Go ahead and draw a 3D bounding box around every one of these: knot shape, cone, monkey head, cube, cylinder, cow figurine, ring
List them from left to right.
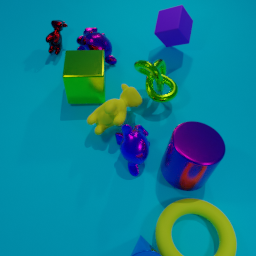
[{"bbox_3d":[-2.578,-3.337,10.171,0.590,1.075,1.058,14,55,5],"label":"cow figurine"},{"bbox_3d":[-1.362,-1.641,9.050,1.240,1.240,1.240,-1,54,-3],"label":"cube"},{"bbox_3d":[-1.229,-2.809,9.878,1.285,1.787,1.077,-34,52,29],"label":"monkey head"},{"bbox_3d":[-0.362,-0.600,8.494,1.599,0.878,1.574,-27,18,28],"label":"cow figurine"},{"bbox_3d":[0.042,0.493,8.017,1.191,1.656,0.998,4,28,25],"label":"monkey head"},{"bbox_3d":[0.366,2.959,6.857,0.863,0.863,0.866,-5,26,-3],"label":"cone"},{"bbox_3d":[0.967,-1.493,8.936,0.759,1.642,1.536,-35,67,30],"label":"knot shape"},{"bbox_3d":[1.604,-3.521,9.774,0.936,0.936,0.936,2,74,38],"label":"cube"},{"bbox_3d":[1.678,0.760,7.470,1.380,1.380,1.380,5,50,-6],"label":"cylinder"},{"bbox_3d":[1.665,2.674,6.930,1.972,0.394,1.972,0,50,0],"label":"ring"}]
